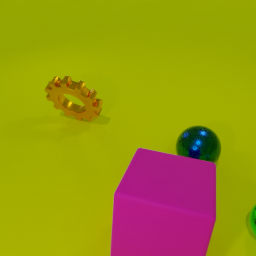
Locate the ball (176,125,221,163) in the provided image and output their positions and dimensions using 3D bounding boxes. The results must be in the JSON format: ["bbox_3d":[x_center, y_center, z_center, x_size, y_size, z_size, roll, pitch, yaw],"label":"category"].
[{"bbox_3d":[1.538,0.428,6.144,0.974,0.974,0.974,0,36,0],"label":"ball"}]

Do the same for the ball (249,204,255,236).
[{"bbox_3d":[2.505,1.603,4.766,0.816,0.816,0.816,0,36,0],"label":"ball"}]

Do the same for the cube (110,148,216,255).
[{"bbox_3d":[0.585,1.320,4.482,1.358,1.358,1.358,11,27,12],"label":"cube"}]

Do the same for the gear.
[{"bbox_3d":[-1.418,-0.737,7.359,1.513,1.513,0.280,12,59,16],"label":"gear"}]
